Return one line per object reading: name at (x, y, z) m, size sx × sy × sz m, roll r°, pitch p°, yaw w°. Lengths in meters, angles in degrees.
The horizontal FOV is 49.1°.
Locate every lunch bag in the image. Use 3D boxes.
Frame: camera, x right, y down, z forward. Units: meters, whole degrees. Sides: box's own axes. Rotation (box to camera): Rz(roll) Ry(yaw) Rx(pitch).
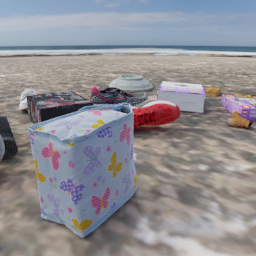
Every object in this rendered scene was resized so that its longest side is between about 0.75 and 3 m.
lunch bag at (-0.664, 0.628, 5.641) m, size 1.447 × 1.930 × 2.276 m, roll 12°, pitch 24°, yaw 34°

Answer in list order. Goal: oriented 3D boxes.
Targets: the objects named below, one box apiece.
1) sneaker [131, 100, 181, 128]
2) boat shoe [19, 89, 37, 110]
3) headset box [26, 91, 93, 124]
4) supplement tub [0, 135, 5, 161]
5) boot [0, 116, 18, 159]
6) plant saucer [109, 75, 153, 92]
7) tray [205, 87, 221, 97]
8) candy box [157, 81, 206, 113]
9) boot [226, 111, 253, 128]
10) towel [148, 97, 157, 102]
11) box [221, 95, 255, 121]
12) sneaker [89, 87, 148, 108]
sneaker at (0.482, -0.223, 10.034) m, size 2.662 × 1.043 × 1.538 m, roll -6°, pitch 25°, yaw 22°
boat shoe at (-4.719, -1.421, 13.254) m, size 0.870 × 0.851 × 2.456 m, roll -10°, pitch 17°, yaw -13°
headset box at (-2.639, -0.647, 10.879) m, size 2.008 × 1.013 × 2.701 m, roll -10°, pitch 21°, yaw -28°
supplement tub at (-3.728, 0.762, 6.163) m, size 1.331 × 1.331 × 2.172 m, roll -1°, pitch 18°, yaw -3°
boot at (-4.560, 0.226, 8.497) m, size 2.052 × 0.817 × 2.489 m, roll 2°, pitch 19°, yaw -30°
plant saucer at (0.194, -3.025, 18.368) m, size 2.901 × 0.728 × 2.901 m, roll 2°, pitch 20°, yaw -1°
tray at (4.992, -2.148, 16.601) m, size 0.748 × 0.281 × 1.516 m, roll 9°, pitch 21°, yaw 25°
candy box at (2.583, -1.576, 13.720) m, size 2.152 × 0.918 × 2.565 m, roll 6°, pitch 19°, yaw 9°
boot at (4.402, -0.292, 10.860) m, size 0.842 × 0.401 × 1.089 m, roll 13°, pitch 34°, yaw 36°
towel at (1.454, -1.531, 15.005) m, size 0.606 × 0.096 × 0.842 m, roll -1°, pitch 18°, yaw -8°
box at (5.549, -0.956, 12.524) m, size 1.945 × 0.556 × 2.843 m, roll 1°, pitch 18°, yaw 2°
sneaker at (-0.378, -1.411, 13.136) m, size 2.837 × 1.059 × 1.144 m, roll -6°, pitch 19°, yaw -19°
